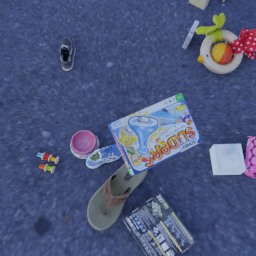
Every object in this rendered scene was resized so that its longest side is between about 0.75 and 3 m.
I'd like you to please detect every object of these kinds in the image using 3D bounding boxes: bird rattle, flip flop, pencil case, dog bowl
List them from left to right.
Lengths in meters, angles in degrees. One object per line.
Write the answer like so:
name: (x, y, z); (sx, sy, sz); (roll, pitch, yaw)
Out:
dog bowl: (-1.626, 0.568, 10.400); (1.109, 0.409, 1.109); (0, 65, 0)
flip flop: (-0.347, 2.109, 9.480); (1.156, 0.821, 2.850); (37, 71, 15)
bird rattle: (4.088, -3.378, 11.838); (2.801, 1.578, 2.284); (24, 88, -16)
pencil case: (4.524, 1.028, 10.085); (0.677, 0.656, 1.446); (28, 64, -22)

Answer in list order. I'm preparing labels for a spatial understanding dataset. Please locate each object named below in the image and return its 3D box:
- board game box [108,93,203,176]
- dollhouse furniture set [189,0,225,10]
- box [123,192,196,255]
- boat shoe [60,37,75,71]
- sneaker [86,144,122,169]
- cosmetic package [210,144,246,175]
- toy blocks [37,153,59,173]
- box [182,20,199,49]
board game box: (0.911, 0.168, 8.932); (2.613, 0.450, 1.769); (-25, 91, -17)
dollhouse furniture set: (3.893, -6.930, 13.208); (1.968, 1.394, 2.142); (34, 70, 14)
box: (0.994, 3.336, 9.127); (1.563, 0.476, 1.940); (-33, 70, -12)
boat shoe: (-2.623, -3.328, 12.063); (0.629, 0.543, 1.730); (-4, 66, -2)
sneaker: (-0.797, 0.975, 10.118); (1.539, 0.593, 0.583); (-28, 67, -13)
cosmetic package: (3.550, 1.127, 10.040); (0.999, 0.614, 0.996); (-2, 66, 1)
toy blocks: (-2.998, 1.238, 10.167); (0.791, 0.287, 0.659); (15, 66, 7)
box: (2.747, -4.081, 12.261); (0.208, 0.788, 1.011); (27, 69, 2)
